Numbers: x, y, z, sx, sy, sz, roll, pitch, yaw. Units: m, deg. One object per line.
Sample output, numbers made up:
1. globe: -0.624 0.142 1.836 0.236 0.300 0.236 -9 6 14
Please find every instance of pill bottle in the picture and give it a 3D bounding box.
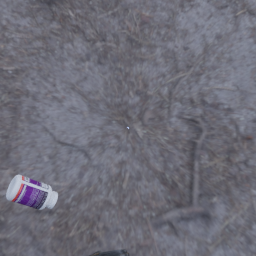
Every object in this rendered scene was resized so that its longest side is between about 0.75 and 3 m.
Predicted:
1. pill bottle: -1.725 1.194 5.090 0.830 0.467 0.467 29 72 -28

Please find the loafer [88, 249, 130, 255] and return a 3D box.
1. loafer: -0.449 2.043 4.221 1.030 0.372 0.375 6 114 -14
